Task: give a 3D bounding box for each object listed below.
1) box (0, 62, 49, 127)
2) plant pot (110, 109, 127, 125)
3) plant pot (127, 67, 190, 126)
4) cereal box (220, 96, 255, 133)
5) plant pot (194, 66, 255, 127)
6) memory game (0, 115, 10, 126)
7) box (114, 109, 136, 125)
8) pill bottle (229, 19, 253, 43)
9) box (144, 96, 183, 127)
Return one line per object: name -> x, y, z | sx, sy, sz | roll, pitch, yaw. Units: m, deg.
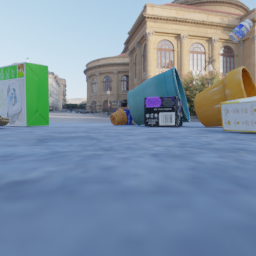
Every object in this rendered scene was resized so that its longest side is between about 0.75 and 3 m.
box -> -4.089, -1.209, 10.749 | 2.035, 2.306, 1.115 | 2, 3, 33
plant pot -> -0.507, -0.479, 13.916 | 0.577, 0.824, 0.824 | -20, 12, -33
plant pot -> 1.267, -1.153, 12.157 | 2.267, 2.413, 2.413 | -14, -3, 17
cereal box -> 3.000, -0.296, 3.734 | 2.108, 0.579, 2.930 | -8, 3, -17
plant pot -> 3.123, -0.783, 8.921 | 1.680, 1.835, 1.835 | -18, -10, 36
memory game -> -4.587, -0.219, 7.406 | 2.748, 0.175, 2.748 | -1, -6, 0
box -> -0.213, -0.588, 15.400 | 1.435, 0.869, 0.233 | 0, 2, 30
pill bottle -> 3.874, -3.324, 9.576 | 0.422, 0.753, 0.422 | 44, 7, -7
box -> 1.305, -0.542, 9.951 | 1.153, 1.000, 1.886 | 0, 1, 17
